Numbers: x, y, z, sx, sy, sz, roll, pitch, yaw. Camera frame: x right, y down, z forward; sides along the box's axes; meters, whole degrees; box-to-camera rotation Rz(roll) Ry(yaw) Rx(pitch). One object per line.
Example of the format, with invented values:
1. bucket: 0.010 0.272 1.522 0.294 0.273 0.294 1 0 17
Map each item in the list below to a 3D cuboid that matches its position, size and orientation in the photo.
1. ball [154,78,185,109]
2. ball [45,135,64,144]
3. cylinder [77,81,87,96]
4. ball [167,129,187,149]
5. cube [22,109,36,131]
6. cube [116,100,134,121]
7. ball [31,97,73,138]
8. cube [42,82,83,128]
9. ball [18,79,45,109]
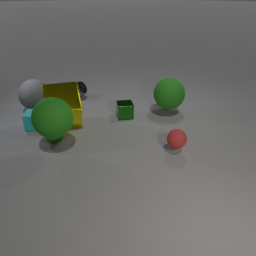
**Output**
1. ball: 1.850 -1.536 12.567 1.400 1.400 1.400 0 28 0
2. ball: -2.791 0.251 10.575 0.700 0.700 0.700 0 28 0
3. cylinder: -2.572 -1.939 14.330 0.700 0.700 0.700 -21 17 30
4. ball: 1.719 0.379 9.840 0.700 0.700 0.700 0 28 0
5. cube: -3.907 -0.328 11.676 0.700 0.700 0.700 1 29 1
6. cube: -0.136 -0.816 12.607 0.700 0.700 0.700 -5 29 -9
7. ball: -2.575 -0.350 9.551 1.400 1.400 1.400 0 28 0
8. cube: -2.670 -0.873 11.431 1.400 1.400 1.400 -8 62 -14
9. ball: -4.242 -1.505 12.697 1.400 1.400 1.400 0 28 0
